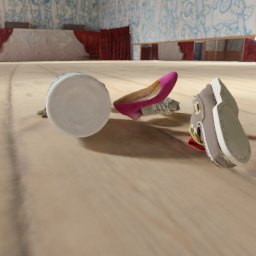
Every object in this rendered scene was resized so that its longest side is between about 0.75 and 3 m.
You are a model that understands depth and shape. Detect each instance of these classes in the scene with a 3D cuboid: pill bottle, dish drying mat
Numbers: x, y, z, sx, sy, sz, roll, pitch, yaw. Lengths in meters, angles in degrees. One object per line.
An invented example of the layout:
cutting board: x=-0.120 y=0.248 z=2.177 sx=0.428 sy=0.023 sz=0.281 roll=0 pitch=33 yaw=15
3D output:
pill bottle: x=-1.566 y=-0.834 z=8.343 sx=1.662 sy=1.662 sz=2.940 roll=-4 pitch=13 yaw=-14
dish drying mat: x=2.233 y=0.183 z=7.449 sx=0.840 sy=0.199 sz=2.186 roll=14 pitch=20 yaw=22

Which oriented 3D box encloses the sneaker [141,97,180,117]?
sneaker: x=1.108 y=-0.792 z=9.629 sx=0.977 sy=0.804 sz=2.124 roll=9 pitch=15 yaw=33

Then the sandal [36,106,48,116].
sandal: x=-2.866 y=-0.725 z=10.339 sx=0.543 sy=0.365 sz=1.352 roll=3 pitch=14 yaw=20

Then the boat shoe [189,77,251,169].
boat shoe: x=1.757 y=-0.099 z=5.723 sx=0.869 sy=1.049 sz=2.921 roll=-34 pitch=19 yaw=29

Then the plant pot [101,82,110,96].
plant pot: x=-1.235 y=-1.378 z=11.084 sx=1.108 sy=0.742 sz=1.108 roll=5 pitch=38 yaw=-4

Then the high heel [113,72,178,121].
high heel: x=0.503 y=-1.076 z=8.170 sx=0.955 sy=1.991 sz=0.671 roll=33 pitch=29 yaw=-36
